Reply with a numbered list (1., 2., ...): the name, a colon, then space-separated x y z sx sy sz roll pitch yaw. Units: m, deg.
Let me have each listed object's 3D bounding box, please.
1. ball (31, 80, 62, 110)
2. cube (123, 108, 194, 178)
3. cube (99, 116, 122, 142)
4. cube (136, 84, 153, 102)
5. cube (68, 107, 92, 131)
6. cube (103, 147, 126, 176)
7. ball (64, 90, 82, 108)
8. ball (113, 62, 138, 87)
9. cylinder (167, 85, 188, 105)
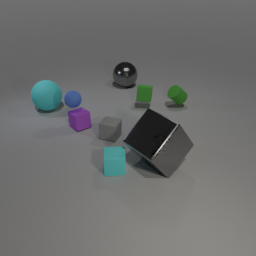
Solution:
1. ball: -3.786 -1.520 13.064 1.400 1.400 1.400 0 30 0
2. cube: 0.987 0.481 9.032 1.400 1.400 1.400 -52 46 -7
3. cube: -0.692 0.029 11.038 0.700 0.700 0.700 11 31 17
4. cube: 0.789 -1.652 13.296 0.700 0.700 0.700 7 17 5
5. cube: -2.025 -0.375 11.737 0.700 0.700 0.700 -21 31 -32
6. cube: -0.442 1.093 9.201 0.700 0.700 0.700 -1 30 -3
7. ball: -2.222 -1.160 11.294 0.700 0.700 0.700 0 30 0
8. ball: -0.160 -2.997 15.705 1.400 1.400 1.400 0 30 0
9. cylinder: 2.351 -1.578 13.304 0.700 0.700 0.700 32 9 -37
